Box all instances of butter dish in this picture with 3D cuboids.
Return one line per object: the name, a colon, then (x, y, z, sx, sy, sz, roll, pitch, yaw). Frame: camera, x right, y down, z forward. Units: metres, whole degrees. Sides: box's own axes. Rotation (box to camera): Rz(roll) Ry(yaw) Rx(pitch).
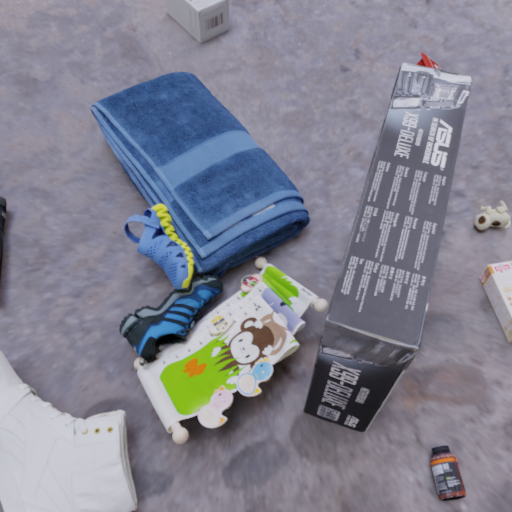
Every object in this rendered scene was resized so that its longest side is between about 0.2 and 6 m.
butter dish: (3.621, -3.815, 11.921, 0.748, 0.554, 0.750, 12, 54, -42)

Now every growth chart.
growth chart: (-0.383, 1.287, 8.417, 3.084, 0.273, 2.231, -38, 36, -20)

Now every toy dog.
toy dog: (4.204, -0.642, 10.057, 0.578, 0.403, 0.560, -15, 60, -2)

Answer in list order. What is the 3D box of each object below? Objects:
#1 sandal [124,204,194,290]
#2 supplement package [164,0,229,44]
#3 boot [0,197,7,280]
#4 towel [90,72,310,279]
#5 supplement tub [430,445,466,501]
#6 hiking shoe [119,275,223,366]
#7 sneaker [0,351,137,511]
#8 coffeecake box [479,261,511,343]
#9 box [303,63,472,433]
sandal: (-1.551, -0.120, 8.820, 0.748, 0.683, 1.719, -7, 45, -35)
supplement package: (-1.385, -5.776, 12.900, 0.866, 0.869, 1.481, -34, 64, -19)
boot: (-5.189, -0.003, 9.530, 1.739, 0.693, 2.110, -8, 63, -2)
towel: (-1.080, -1.705, 10.298, 2.408, 1.047, 4.314, -29, 63, -17)
supplement tub: (2.656, 3.018, 7.805, 0.370, 0.370, 0.692, -4, 59, -3)
hiking shoe: (-1.214, 0.994, 8.880, 1.826, 0.679, 0.791, -30, 72, -22)
sneaker: (-2.771, 2.389, 7.827, 1.806, 1.151, 3.124, -25, 71, -16)
coffeecake box: (4.398, 0.698, 9.170, 0.955, 0.455, 1.244, -9, 59, -5)
box: (1.803, -0.038, 7.957, 1.044, 3.308, 4.194, 16, 59, 10)
